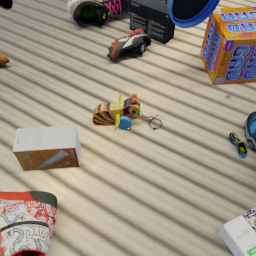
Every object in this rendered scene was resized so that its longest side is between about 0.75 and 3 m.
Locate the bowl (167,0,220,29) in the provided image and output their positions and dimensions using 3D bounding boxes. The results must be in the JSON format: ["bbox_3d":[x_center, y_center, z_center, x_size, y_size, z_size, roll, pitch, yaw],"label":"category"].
[{"bbox_3d":[1.728,-3.395,7.249,1.628,1.628,0.319,-22,56,-16],"label":"bowl"}]

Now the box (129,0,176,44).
[{"bbox_3d":[0.901,-3.996,10.264,1.669,1.178,0.658,31,58,22],"label":"box"}]

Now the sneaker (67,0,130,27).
[{"bbox_3d":[-0.881,-4.580,10.839,2.896,1.068,1.267,-10,53,-3],"label":"sneaker"}]

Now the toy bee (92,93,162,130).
[{"bbox_3d":[-0.059,-0.548,7.634,1.876,1.020,1.228,-14,49,-12],"label":"toy bee"}]

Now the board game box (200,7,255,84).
[{"bbox_3d":[3.438,-2.594,8.823,1.672,1.671,1.671,-4,52,-3],"label":"board game box"}]

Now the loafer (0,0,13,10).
[{"bbox_3d":[-3.207,-3.393,6.523,0.637,1.796,0.656,44,93,9],"label":"loafer"}]

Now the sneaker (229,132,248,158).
[{"bbox_3d":[2.908,0.402,7.317,0.270,0.316,0.762,-10,52,-10],"label":"sneaker"}]

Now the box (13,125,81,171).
[{"bbox_3d":[-1.931,0.495,6.877,1.425,0.886,0.695,-4,52,-3],"label":"box"}]

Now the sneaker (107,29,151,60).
[{"bbox_3d":[0.109,-2.801,9.650,1.808,0.639,0.883,-37,58,-27],"label":"sneaker"}]

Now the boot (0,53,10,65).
[{"bbox_3d":[-4.610,-2.055,9.171,1.235,0.474,0.959,10,52,8],"label":"boot"}]

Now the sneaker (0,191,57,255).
[{"bbox_3d":[-2.796,2.058,5.639,2.611,0.872,1.399,-1,49,-4],"label":"sneaker"}]

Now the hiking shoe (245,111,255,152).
[{"bbox_3d":[3.696,0.408,6.753,0.971,1.132,2.611,-5,48,-4],"label":"hiking shoe"}]

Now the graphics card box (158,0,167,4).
[{"bbox_3d":[1.165,-5.198,11.719,0.977,0.396,1.558,21,56,17],"label":"graphics card box"}]

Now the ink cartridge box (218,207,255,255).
[{"bbox_3d":[2.825,2.586,5.457,1.060,0.490,1.945,-21,54,-16],"label":"ink cartridge box"}]
